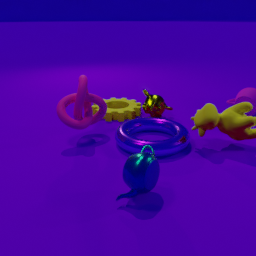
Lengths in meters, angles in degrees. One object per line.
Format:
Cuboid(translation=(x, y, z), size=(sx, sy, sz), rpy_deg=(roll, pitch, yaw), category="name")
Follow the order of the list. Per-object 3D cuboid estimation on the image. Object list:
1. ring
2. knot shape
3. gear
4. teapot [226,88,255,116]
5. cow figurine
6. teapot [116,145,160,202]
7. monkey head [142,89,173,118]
Cuboid(translation=(0.574, 0.170, 6.636), size=(1.769, 0.354, 1.769), rpy_deg=(0, 23, 0), category="ring")
Cuboid(translation=(-1.058, -0.621, 6.601), size=(0.612, 1.239, 1.324), rpy_deg=(5, 8, 33), category="knot shape")
Cuboid(translation=(-0.341, -0.583, 8.549), size=(1.483, 0.274, 1.483), rpy_deg=(0, 23, 0), category="gear")
Cuboid(translation=(3.538, -0.700, 8.120), size=(0.683, 0.868, 1.396), rpy_deg=(-32, 30, -34), category="teapot")
Cuboid(translation=(2.178, -0.094, 6.278), size=(1.303, 1.324, 0.727), rpy_deg=(-18, 52, 32), category="cow figurine")
Cuboid(translation=(0.165, 0.754, 4.619), size=(0.545, 0.692, 1.113), rpy_deg=(9, 58, 33), category="teapot")
Cuboid(translation=(0.818, -0.688, 8.029), size=(1.065, 0.642, 0.766), rpy_deg=(33, -20, -7), category="monkey head")
